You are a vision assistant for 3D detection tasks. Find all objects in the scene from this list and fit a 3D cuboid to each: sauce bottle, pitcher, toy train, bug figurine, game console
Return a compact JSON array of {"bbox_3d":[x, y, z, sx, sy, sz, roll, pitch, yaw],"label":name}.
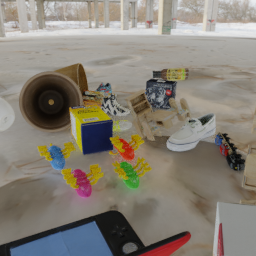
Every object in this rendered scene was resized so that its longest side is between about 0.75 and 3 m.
[{"bbox_3d":[2.636,-3.355,17.517,2.271,0.735,0.735,-3,23,-1],"label":"sauce bottle"},{"bbox_3d":[-4.647,-0.536,8.879,1.724,1.045,1.479,34,46,11],"label":"pitcher"},{"bbox_3d":[3.083,0.682,8.646,0.478,0.356,2.087,-10,23,7],"label":"toy train"},{"bbox_3d":[-0.815,0.938,7.491,2.942,0.757,2.282,-5,30,-23],"label":"bug figurine"},{"bbox_3d":[-0.941,1.839,4.229,2.856,1.695,2.462,-10,26,-24],"label":"game console"}]

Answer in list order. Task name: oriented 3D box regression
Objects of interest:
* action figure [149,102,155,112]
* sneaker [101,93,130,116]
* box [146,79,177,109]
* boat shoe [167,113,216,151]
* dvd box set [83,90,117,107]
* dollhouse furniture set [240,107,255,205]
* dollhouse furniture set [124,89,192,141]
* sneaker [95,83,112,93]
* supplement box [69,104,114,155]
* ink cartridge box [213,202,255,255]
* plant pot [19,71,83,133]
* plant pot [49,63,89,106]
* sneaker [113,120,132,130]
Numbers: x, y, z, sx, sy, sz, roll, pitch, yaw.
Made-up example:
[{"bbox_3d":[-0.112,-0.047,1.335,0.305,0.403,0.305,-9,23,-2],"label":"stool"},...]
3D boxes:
[{"bbox_3d":[0.969,-0.629,11.222,0.403,0.757,1.163,-34,54,-16],"label":"action figure"},{"bbox_3d":[-0.546,-1.039,11.930,1.321,0.860,0.527,13,28,28],"label":"sneaker"},{"bbox_3d":[1.494,-1.551,12.713,1.274,1.160,0.663,10,24,21],"label":"box"},{"bbox_3d":[2.162,0.035,9.511,0.884,0.802,2.403,20,31,39],"label":"boat shoe"},{"bbox_3d":[-1.298,-1.328,12.896,1.593,0.234,1.165,6,33,-7],"label":"dvd box set"},{"bbox_3d":[3.286,0.925,5.597,1.763,2.489,2.710,9,-5,23],"label":"dollhouse furniture set"},{"bbox_3d":[0.856,-0.623,9.798,1.740,1.233,1.895,-31,20,-22],"label":"dollhouse furniture set"},{"bbox_3d":[-1.422,-2.012,14.426,0.547,0.659,1.380,19,30,37],"label":"sneaker"},{"bbox_3d":[-1.246,-0.018,9.344,1.020,1.014,1.863,-9,24,-21],"label":"supplement box"},{"bbox_3d":[1.559,2.033,4.000,0.633,1.528,1.113,3,23,14],"label":"ink cartridge box"},{"bbox_3d":[-2.911,-1.007,10.689,2.181,2.181,1.902,-6,8,-14],"label":"plant pot"},{"bbox_3d":[-3.013,-1.797,12.569,2.135,1.990,1.990,-6,23,3],"label":"plant pot"},{"bbox_3d":[-0.392,-0.167,10.506,1.038,0.393,0.545,-4,23,-7],"label":"sneaker"}]
